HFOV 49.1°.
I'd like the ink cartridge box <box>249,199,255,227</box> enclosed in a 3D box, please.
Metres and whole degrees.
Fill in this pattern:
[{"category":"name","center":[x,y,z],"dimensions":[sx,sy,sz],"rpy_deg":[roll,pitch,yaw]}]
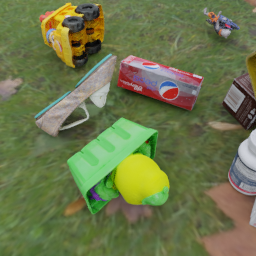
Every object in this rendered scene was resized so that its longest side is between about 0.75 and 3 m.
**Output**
[{"category":"ink cartridge box","center":[2.954,1.700,5.459],"dimensions":[0.876,0.643,0.640],"rpy_deg":[20,62,17]}]

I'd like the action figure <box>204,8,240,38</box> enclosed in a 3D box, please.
[{"category":"action figure","center":[2.991,-3.296,8.967],"dimensions":[1.167,0.610,1.129],"rpy_deg":[10,50,-36]}]

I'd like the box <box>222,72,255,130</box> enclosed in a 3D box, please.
[{"category":"box","center":[3.263,-0.799,7.027],"dimensions":[1.220,1.012,1.002],"rpy_deg":[-25,61,-17]}]

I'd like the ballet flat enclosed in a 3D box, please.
[{"category":"ballet flat","center":[-1.059,-0.680,6.677],"dimensions":[2.502,0.852,0.841],"rpy_deg":[-38,100,11]}]

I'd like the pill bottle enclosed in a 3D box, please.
[{"category":"pill bottle","center":[2.626,0.680,5.728],"dimensions":[0.825,1.380,0.825],"rpy_deg":[0,47,0]}]

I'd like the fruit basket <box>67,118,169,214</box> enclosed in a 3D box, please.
[{"category":"fruit basket","center":[0.010,0.924,5.551],"dimensions":[2.057,1.484,2.057],"rpy_deg":[0,55,1]}]

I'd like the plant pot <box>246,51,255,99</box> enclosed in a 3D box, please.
[{"category":"plant pot","center":[4.104,-0.469,4.678],"dimensions":[2.583,2.928,2.928],"rpy_deg":[-16,90,4]}]

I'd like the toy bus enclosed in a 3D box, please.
[{"category":"toy bus","center":[-1.841,-2.853,8.191],"dimensions":[1.878,1.327,1.956],"rpy_deg":[18,47,14]}]

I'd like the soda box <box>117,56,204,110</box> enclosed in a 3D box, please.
[{"category":"soda box","center":[0.831,-1.228,7.435],"dimensions":[2.134,0.747,0.677],"rpy_deg":[21,38,14]}]
